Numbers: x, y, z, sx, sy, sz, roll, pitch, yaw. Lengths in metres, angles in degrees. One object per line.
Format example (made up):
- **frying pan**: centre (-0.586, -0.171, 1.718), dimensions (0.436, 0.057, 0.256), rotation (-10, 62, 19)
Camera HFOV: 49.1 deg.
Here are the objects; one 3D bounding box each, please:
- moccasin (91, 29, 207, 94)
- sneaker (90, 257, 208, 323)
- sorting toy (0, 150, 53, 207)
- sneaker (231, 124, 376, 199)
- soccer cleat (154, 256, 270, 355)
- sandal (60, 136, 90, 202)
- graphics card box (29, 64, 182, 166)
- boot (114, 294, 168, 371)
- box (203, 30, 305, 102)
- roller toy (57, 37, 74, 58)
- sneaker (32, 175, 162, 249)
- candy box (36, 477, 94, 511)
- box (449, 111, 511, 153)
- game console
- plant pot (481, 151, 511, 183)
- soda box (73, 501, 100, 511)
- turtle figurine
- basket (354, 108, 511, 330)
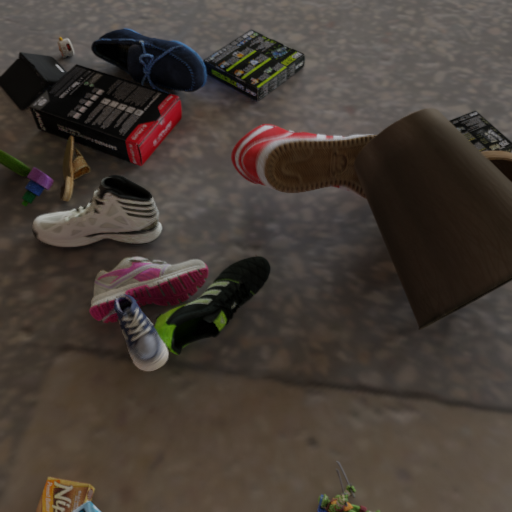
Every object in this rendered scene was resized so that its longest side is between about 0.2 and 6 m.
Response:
- **moccasin**: centre (-2.598, -4.464, 13.234), dimensions (3.265, 1.314, 1.113), rotation (25, 43, 33)
- **sneaker**: centre (-1.906, 0.379, 9.790), dimensions (2.121, 0.863, 0.935), rotation (-15, 57, -11)
- **sorting toy**: centre (-5.360, -1.713, 11.528), dimensions (2.640, 0.915, 0.909), rotation (27, 81, 21)
- **sneaker**: centre (1.235, -1.879, 11.061), dimensions (3.541, 1.261, 1.991), rotation (-1, 16, -30)
- **soccer cleat**: centre (-0.606, 0.848, 9.389), dimensions (2.347, 0.792, 0.951), rotation (-35, 31, -16)
- **sandal**: centre (-3.740, -1.763, 11.712), dimensions (0.513, 0.571, 1.559), rotation (13, 55, -30)
- **graphics card box**: centre (-3.316, -3.191, 12.514), dimensions (2.847, 0.724, 1.786), rotation (21, 57, 13)
- **boot**: centre (-1.868, 1.172, 8.728), dimensions (0.545, 0.677, 1.498), rotation (-30, 31, -17)
- **box**: centre (-0.044, -4.759, 13.867), dimensions (1.802, 0.443, 1.866), rotation (35, 60, 20)
- **roller toy**: centre (-4.854, -5.282, 14.243), dimensions (0.322, 0.461, 0.421), rotation (-24, 69, -17)
- **sneaker**: centre (-3.016, -0.923, 10.363), dimensions (2.402, 1.382, 0.906), rotation (-3, 45, -4)
- **candy box**: centre (-2.720, 3.676, 7.693), dimensions (0.635, 0.304, 1.100), rotation (7, 54, 5)
- **box**: centre (4.365, -2.259, 11.861), dimensions (1.532, 0.660, 1.254), rotation (-23, 57, -16)
- **game console**: centre (-5.322, -4.232, 13.651), dimensions (1.299, 0.860, 1.477), rotation (-11, 48, -46)
- **plant pot**: centre (4.290, -1.386, 10.611), dimensions (1.720, 1.720, 0.794), rotation (4, 46, 3)
- **soda box**: centre (-1.814, 3.606, 6.294), dimensions (0.896, 2.619, 0.833), rotation (-30, 63, -21)
- **turtle figurine**: centre (1.333, 3.359, 7.749), dimensions (0.825, 0.613, 0.851), rotation (26, 61, 13)
- **basket**: centre (3.127, -0.750, 9.315), dimensions (2.716, 2.049, 3.012), rotation (-29, 75, 5)
